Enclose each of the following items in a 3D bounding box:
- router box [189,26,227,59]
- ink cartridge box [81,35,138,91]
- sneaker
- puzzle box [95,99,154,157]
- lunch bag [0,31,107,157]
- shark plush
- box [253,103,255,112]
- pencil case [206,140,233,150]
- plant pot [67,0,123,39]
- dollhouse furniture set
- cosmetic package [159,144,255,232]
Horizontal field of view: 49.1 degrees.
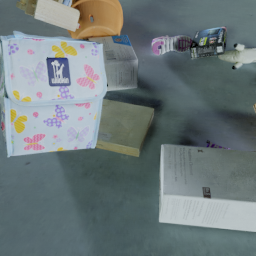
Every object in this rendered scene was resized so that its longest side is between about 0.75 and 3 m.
[{"bbox_3d":[3.494,-3.688,12.077,1.348,0.559,1.799,-2,38,26],"label":"router box"},{"bbox_3d":[-1.264,-2.382,10.443,2.917,1.228,2.109,-7,43,-8],"label":"ink cartridge box"},{"bbox_3d":[1.867,-3.747,12.338,1.897,0.763,0.839,-9,34,-10],"label":"sneaker"},{"bbox_3d":[-0.782,-0.182,8.717,2.874,0.365,1.912,12,45,13],"label":"puzzle box"},{"bbox_3d":[-1.484,-0.643,5.420,1.853,2.186,1.389,-3,32,-29],"label":"lunch bag"},{"bbox_3d":[4.924,-3.100,11.642,2.215,1.006,0.923,-14,13,-8],"label":"shark plush"},{"bbox_3d":[4.514,0.519,7.115,2.607,0.277,2.131,25,39,-15],"label":"box"},{"bbox_3d":[2.702,0.794,7.577,1.317,0.553,0.563,21,24,19],"label":"pencil case"},{"bbox_3d":[-1.357,-4.106,11.667,2.514,2.514,1.759,-6,61,-6],"label":"plant pot"},{"bbox_3d":[-1.816,-3.941,8.000,1.881,1.892,2.684,8,22,-34],"label":"dollhouse furniture set"},{"bbox_3d":[2.150,1.366,6.470,2.824,1.146,1.593,2,41,4],"label":"cosmetic package"}]
